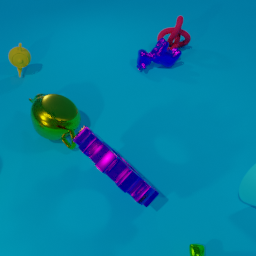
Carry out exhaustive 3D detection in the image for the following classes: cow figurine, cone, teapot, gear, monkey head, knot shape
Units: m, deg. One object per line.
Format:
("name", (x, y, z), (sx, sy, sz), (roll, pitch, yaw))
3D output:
("cow figurine", (0.978, -2.344, 9.413), (1.314, 1.293, 0.722), (26, 23, -25))
("cone", (3.152, 1.415, 5.377), (1.370, 1.370, 1.375), (-15, 34, -12))
("teapot", (-3.466, -2.193, 8.986), (0.684, 1.100, 0.539), (0, 36, -23))
("gear", (-0.245, 0.761, 5.698), (0.370, 2.003, 2.003), (-47, 60, -4))
("teapot", (-1.981, -0.275, 7.364), (2.078, 1.017, 1.292), (49, 39, 17))
("monkey head", (1.382, 2.515, 4.957), (1.277, 0.770, 0.919), (12, 60, -17))
("knot shape", (1.573, -3.150, 9.797), (1.221, 1.305, 0.603), (-37, 55, -13))
